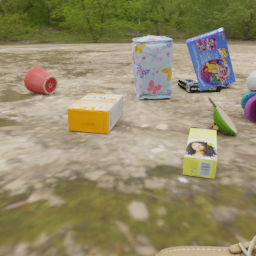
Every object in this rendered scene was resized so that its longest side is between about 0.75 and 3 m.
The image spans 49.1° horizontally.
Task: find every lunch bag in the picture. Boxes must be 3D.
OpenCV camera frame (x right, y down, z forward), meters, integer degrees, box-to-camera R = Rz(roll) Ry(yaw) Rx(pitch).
[{"bbox_3d":[1.034,-2.733,12.135,1.807,2.410,2.842,-4,20,-3],"label":"lunch bag"}]

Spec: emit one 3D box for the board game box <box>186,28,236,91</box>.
[{"bbox_3d":[2.112,-1.709,7.105,0.911,1.355,0.303,-13,28,22],"label":"board game box"}]

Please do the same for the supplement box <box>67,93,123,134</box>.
[{"bbox_3d":[-0.929,-0.512,8.591,1.210,0.706,1.920,5,20,10],"label":"supplement box"}]

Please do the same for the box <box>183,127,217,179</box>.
[{"bbox_3d":[1.648,0.483,6.298,0.674,0.448,1.790,6,20,14],"label":"box"}]

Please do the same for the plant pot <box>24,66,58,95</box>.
[{"bbox_3d":[-3.722,-1.996,12.220,1.043,1.179,1.179,23,29,26],"label":"plant pot"}]

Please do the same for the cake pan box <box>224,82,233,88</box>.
[{"bbox_3d":[4.256,-2.347,13.437,1.166,0.331,1.266,3,24,-43],"label":"cake pan box"}]

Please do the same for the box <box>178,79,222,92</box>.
[{"bbox_3d":[3.311,-1.996,13.115,1.516,0.373,1.570,-4,21,-9],"label":"box"}]

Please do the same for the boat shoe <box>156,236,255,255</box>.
[{"bbox_3d":[1.472,1.511,2.950,2.565,0.828,0.914,2,20,6],"label":"boat shoe"}]

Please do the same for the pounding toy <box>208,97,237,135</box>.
[{"bbox_3d":[2.508,-0.192,7.898,0.904,0.544,1.171,21,39,-47],"label":"pounding toy"}]

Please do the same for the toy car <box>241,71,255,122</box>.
[{"bbox_3d":[4.229,-0.721,8.439,1.447,1.689,1.930,-40,27,-1],"label":"toy car"}]
